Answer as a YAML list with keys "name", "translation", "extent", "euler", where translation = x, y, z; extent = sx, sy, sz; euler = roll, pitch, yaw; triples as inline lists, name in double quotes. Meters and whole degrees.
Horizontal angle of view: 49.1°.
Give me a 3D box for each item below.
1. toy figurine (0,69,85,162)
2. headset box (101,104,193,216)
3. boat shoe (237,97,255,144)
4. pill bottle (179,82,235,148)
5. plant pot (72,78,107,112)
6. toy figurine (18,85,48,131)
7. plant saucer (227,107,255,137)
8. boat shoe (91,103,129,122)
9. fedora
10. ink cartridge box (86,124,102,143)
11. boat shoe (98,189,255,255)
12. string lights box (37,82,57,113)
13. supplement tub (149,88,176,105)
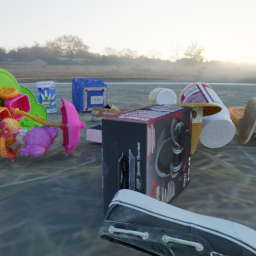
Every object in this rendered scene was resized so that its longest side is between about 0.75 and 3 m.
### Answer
- name: "toy figurine"
  translation: [-2.529, -0.023, 6.866]
  extent: [2.701, 2.203, 2.935]
  euler: [13, 37, 16]
- name: "headset box"
  translation: [0.339, 0.477, 4.468]
  extent: [0.779, 1.502, 2.018]
  euler: [6, 12, 29]
- name: "boat shoe"
  translation: [2.897, -0.136, 6.363]
  extent: [0.541, 0.601, 1.671]
  euler: [-9, -32, 3]
- name: "pill bottle"
  translation: [2.310, -0.424, 8.351]
  extent: [1.165, 1.165, 2.127]
  euler: [-1, 35, -4]
- name: "plant pot"
  translation: [-1.947, -1.670, 14.719]
  extent: [1.677, 1.677, 1.508]
  euler: [-5, 20, -25]
- name: "toy figurine"
  translation: [-4.448, -0.542, 10.362]
  extent: [1.996, 1.628, 2.169]
  euler: [-5, -13, 22]
- name: "plant saucer"
  translation: [4.492, -0.093, 8.847]
  extent: [2.742, 0.513, 2.742]
  euler: [7, 17, -2]
- name: "boat shoe"
  translation: [-0.729, -0.731, 12.256]
  extent: [2.002, 0.719, 0.758]
  euler: [-11, 16, -43]
- name: "fedora"
  translation: [0.924, 0.094, 6.661]
  extent: [2.748, 1.121, 2.748]
  euler: [-6, -2, 0]
- name: "ink cartridge box"
  translation: [0.093, 0.144, 8.577]
  extent: [2.006, 0.435, 1.987]
  euler: [10, 14, 25]
- name: "boat shoe"
  translation: [0.629, 1.279, 2.961]
  extent: [1.946, 0.688, 0.620]
  euler: [13, 49, 20]
- name: "string lights box"
  translation: [-4.102, -1.543, 14.134]
  extent: [0.797, 1.551, 0.457]
  euler: [-10, 16, -37]
- name: "supplement tub"
  translation: [1.883, -1.641, 15.567]
  extent: [1.163, 1.163, 1.600]
  euler: [-3, 11, -13]
